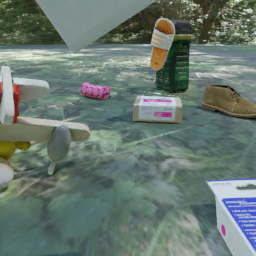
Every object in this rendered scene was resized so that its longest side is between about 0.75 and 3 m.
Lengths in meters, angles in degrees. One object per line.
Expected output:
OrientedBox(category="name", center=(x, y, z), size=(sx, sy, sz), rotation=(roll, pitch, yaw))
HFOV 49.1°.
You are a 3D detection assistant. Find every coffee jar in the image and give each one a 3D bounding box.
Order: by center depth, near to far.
OrientedBox(category="coffee jar", center=(1.805, -2.863, 11.168), size=(1.144, 2.681, 1.398), rotation=(-9, 22, -25))

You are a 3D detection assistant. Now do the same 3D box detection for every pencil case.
OrientedBox(category="pencil case", center=(-1.188, -1.378, 10.273), size=(1.166, 0.529, 0.546), rotation=(16, 61, 33))

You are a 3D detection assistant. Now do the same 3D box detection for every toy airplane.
OrientedBox(category="toy airplane", center=(-2.010, 0.132, 4.390), size=(2.311, 1.631, 2.301), rotation=(-9, -15, 13))

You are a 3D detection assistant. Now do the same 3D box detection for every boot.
OrientedBox(category="boot", center=(3.122, -0.803, 8.291), size=(0.749, 0.767, 2.034), rotation=(-16, 26, -42))

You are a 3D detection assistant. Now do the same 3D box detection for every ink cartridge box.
OrientedBox(category="ink cartridge box", center=(1.739, 1.296, 2.865), size=(1.169, 0.458, 2.469), rotation=(-1, 22, -4))
OrientedBox(category="ink cartridge box", center=(0.844, -0.544, 7.936), size=(1.322, 0.496, 1.089), rotation=(3, 19, 5))

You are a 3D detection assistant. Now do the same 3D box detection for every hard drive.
OrientedBox(category="hard drive", center=(0.078, -1.573, 1.855), size=(1.958, 1.292, 0.248), rotation=(-32, 36, 5))

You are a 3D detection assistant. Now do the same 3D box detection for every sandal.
OrientedBox(category="sandal", center=(0.851, -2.087, 7.280), size=(0.541, 1.413, 0.405), rotation=(16, 38, 9))
